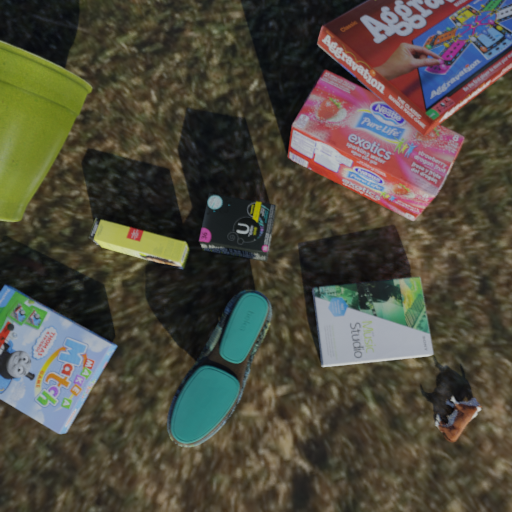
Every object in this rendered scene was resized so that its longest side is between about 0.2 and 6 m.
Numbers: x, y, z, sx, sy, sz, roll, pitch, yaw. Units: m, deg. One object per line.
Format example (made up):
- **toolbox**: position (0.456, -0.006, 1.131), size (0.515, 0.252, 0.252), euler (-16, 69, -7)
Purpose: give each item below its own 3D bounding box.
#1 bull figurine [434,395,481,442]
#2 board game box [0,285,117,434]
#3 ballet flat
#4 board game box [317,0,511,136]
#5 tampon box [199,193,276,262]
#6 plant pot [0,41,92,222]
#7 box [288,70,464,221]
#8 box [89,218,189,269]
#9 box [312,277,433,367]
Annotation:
- **bull figurine**: position (3.334, 2.639, 9.272), size (0.520, 0.279, 0.856), euler (36, 78, 10)
- **board game box**: position (-3.720, 1.710, 9.433), size (2.174, 0.398, 1.644), euler (27, 78, 7)
- **ballet flat**: position (-0.551, 1.819, 9.136), size (0.999, 0.999, 2.690), euler (30, 77, 7)
- **board game box**: position (3.663, -4.225, 10.166), size (4.879, 0.474, 2.511), euler (-38, 73, -24)
- **tampon box**: position (-0.314, -0.481, 9.805), size (1.186, 0.749, 0.889), euler (9, 76, 2)
- **plant pot**: position (-4.470, -2.039, 9.335), size (2.727, 2.727, 2.625), euler (18, 94, 4)
- **box**: position (2.019, -1.901, 9.853), size (2.681, 1.336, 1.280), euler (28, 78, 7)
- **box**: position (-2.029, -0.206, 9.815), size (1.632, 0.614, 0.409), euler (15, 76, 5)
- **box**: position (1.968, 1.123, 9.578), size (1.880, 0.342, 1.357), euler (-6, 77, -1)
